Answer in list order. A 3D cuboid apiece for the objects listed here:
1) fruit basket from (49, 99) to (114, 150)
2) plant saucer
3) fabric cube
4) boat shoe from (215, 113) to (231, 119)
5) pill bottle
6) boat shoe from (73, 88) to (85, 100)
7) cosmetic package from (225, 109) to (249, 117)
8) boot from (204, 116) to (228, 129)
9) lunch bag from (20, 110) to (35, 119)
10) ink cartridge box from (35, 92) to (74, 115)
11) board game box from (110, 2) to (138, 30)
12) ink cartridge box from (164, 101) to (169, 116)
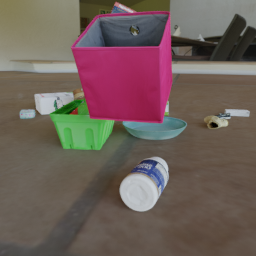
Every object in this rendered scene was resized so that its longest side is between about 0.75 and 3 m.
[{"bbox_3d":[-1.097,-0.782,8.558,1.893,2.625,2.625,2,15,7],"label":"fruit basket"},{"bbox_3d":[0.898,-0.001,9.571,2.181,0.392,2.181,0,14,0],"label":"plant saucer"},{"bbox_3d":[0.033,-1.387,6.315,1.772,1.800,1.806,3,42,15],"label":"fabric cube"},{"bbox_3d":[3.958,-0.525,11.821,0.757,0.228,0.286,-3,15,-11],"label":"boat shoe"},{"bbox_3d":[0.376,0.984,5.329,0.685,0.685,1.235,6,16,20],"label":"pill bottle"},{"bbox_3d":[-1.599,-1.449,12.877,1.047,1.022,2.767,-24,-1,20],"label":"boat shoe"},{"bbox_3d":[4.777,-0.662,12.298,0.962,0.244,0.397,3,15,11],"label":"cosmetic package"},{"bbox_3d":[3.122,-0.198,10.423,0.745,0.349,0.958,-14,24,-41],"label":"boot"},{"bbox_3d":[-4.266,-0.592,11.945,0.617,0.297,0.770,-1,15,-13],"label":"lunch bag"},{"bbox_3d":[-3.282,-1.189,13.154,1.906,0.804,1.392,-7,16,-25],"label":"ink cartridge box"},{"bbox_3d":[0.279,-3.910,10.180,1.849,0.180,0.952,21,-5,-14],"label":"board game box"},{"bbox_3d":[1.569,-1.227,12.539,0.457,1.206,0.891,1,15,3],"label":"ink cartridge box"}]
